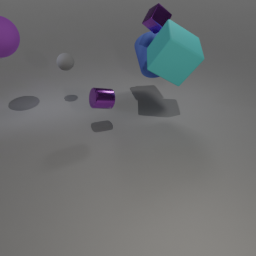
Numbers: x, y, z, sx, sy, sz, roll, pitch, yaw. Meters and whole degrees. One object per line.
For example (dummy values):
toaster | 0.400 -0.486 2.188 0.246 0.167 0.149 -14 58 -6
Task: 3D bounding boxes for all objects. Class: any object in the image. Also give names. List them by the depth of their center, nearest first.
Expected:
cylinder | -0.895 -1.015 9.619 0.700 0.700 0.700 0 28 -29
ball | -4.496 -3.156 9.707 1.400 1.400 1.400 0 31 0
cube | 1.616 -2.627 9.876 1.400 1.400 1.400 24 43 -20
cube | 1.092 -4.123 10.606 0.700 0.700 0.700 31 -11 -25
ball | -2.534 -2.682 11.361 0.700 0.700 0.700 0 31 0
cylinder | 1.087 -3.085 11.847 1.400 1.400 1.400 -7 64 -11
